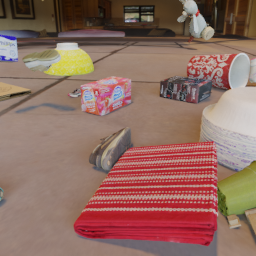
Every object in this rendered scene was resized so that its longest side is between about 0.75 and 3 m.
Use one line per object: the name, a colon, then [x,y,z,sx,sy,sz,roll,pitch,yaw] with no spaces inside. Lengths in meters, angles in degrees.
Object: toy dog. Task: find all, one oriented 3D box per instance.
toy dog: [2.276,-3.702,10.039,1.887,0.909,1.244,33,16,-37]

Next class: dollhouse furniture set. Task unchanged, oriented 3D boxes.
dollhouse furniture set: [2.250,1.685,3.872,1.405,0.686,1.198,-20,16,16]

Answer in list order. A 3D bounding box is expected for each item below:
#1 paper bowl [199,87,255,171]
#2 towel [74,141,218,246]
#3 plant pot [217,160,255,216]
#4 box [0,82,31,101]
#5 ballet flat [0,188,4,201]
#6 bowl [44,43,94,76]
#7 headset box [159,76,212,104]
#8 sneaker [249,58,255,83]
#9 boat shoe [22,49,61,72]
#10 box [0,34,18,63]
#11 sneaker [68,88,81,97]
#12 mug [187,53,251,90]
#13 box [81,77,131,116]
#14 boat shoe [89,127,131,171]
paper bowl: [3.197,-0.108,6.706,2.795,1.453,2.795,0,20,0]
towel: [0.540,0.980,5.109,2.121,0.330,2.933,-5,18,20]
plant pot: [1.917,1.081,4.696,0.848,0.893,0.893,-15,24,-6]
box: [-5.588,-1.538,11.877,2.303,0.245,1.882,15,26,34]
ballet flat: [-2.830,1.171,4.970,1.236,0.419,0.465,8,40,15]
bowl: [-3.554,-4.178,16.654,2.983,1.605,2.983,0,22,0]
headset box: [2.426,-1.577,11.335,1.871,0.702,1.391,15,26,33]
sneaker: [6.389,-2.067,12.237,2.625,1.158,1.068,21,3,-2]
boat shoe: [-2.837,-2.250,9.483,1.649,0.564,0.616,6,47,35]
box: [-3.986,-2.530,8.945,0.426,0.812,0.747,3,10,34]
sneaker: [-2.137,-1.484,11.643,0.838,0.313,0.338,-21,30,-41]
mug: [4.196,-2.469,13.069,2.451,2.176,1.635,20,67,49]
box: [-0.740,-1.193,10.046,0.912,0.953,1.911,13,25,30]
boat shoe: [-0.387,0.386,6.578,0.615,0.625,1.677,8,22,19]
